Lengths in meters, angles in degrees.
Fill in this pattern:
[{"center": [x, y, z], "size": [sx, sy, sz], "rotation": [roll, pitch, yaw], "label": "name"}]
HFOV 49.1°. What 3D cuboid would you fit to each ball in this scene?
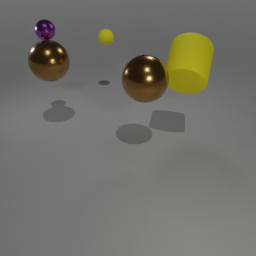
[{"center": [0.509, -1.446, 8.265], "size": [1.400, 1.400, 1.400], "rotation": [0, 30, 0], "label": "ball"}, {"center": [-1.024, -4.202, 12.935], "size": [0.700, 0.700, 0.700], "rotation": [0, 30, 0], "label": "ball"}, {"center": [-2.720, -2.307, 9.665], "size": [1.400, 1.400, 1.400], "rotation": [0, 30, 0], "label": "ball"}, {"center": [-2.879, -3.401, 9.739], "size": [0.700, 0.700, 0.700], "rotation": [0, 30, 0], "label": "ball"}]

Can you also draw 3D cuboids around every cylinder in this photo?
[{"center": [1.947, -2.058, 9.026], "size": [1.400, 1.400, 1.400], "rotation": [10, 67, 16], "label": "cylinder"}]
